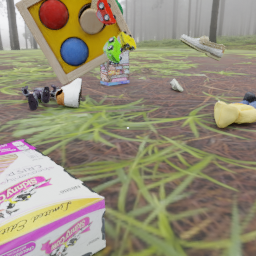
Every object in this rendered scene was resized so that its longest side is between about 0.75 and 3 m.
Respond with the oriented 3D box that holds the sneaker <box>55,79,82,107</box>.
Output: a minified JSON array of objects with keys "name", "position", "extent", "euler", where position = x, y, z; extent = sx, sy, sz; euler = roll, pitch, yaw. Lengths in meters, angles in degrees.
[{"name":"sneaker","position":[-2.539,-1.592,12.068],"extent":[1.074,0.924,2.538],"euler":[1,21,-4]}]

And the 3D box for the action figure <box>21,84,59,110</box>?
[{"name":"action figure","position":[-3.706,-1.461,11.923],"extent":[1.581,0.843,2.430],"euler":[-12,18,-13]}]

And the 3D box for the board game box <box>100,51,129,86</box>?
[{"name":"board game box","position":[-0.760,-3.446,15.943],"extent":[1.476,1.851,0.896],"euler":[-14,24,-34]}]

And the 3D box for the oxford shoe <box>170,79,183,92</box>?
[{"name":"oxford shoe","position":[2.504,-2.148,14.533],"extent":[0.402,0.524,1.393],"euler":[-39,25,12]}]

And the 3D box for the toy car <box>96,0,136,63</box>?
[{"name":"toy car","position":[-0.269,-1.578,5.010],"extent":[0.268,1.200,1.129],"euler":[-18,48,28]}]

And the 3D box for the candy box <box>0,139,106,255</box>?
[{"name":"candy box","position":[-1.966,1.156,4.319],"extent":[1.980,0.886,2.904],"euler":[-15,25,-39]}]

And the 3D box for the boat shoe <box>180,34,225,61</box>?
[{"name":"boat shoe","position":[2.865,-3.219,10.743],"extent":[1.769,0.605,0.661],"euler":[24,17,-7]}]

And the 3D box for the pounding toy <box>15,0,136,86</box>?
[{"name":"pounding toy","position":[-0.906,-2.375,5.876],"extent":[2.285,2.103,1.624],"euler":[-29,16,-2]}]

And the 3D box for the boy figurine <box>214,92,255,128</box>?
[{"name":"boy figurine","position":[3.673,-0.644,9.548],"extent":[2.681,0.864,1.667],"euler":[-13,26,-39]}]
